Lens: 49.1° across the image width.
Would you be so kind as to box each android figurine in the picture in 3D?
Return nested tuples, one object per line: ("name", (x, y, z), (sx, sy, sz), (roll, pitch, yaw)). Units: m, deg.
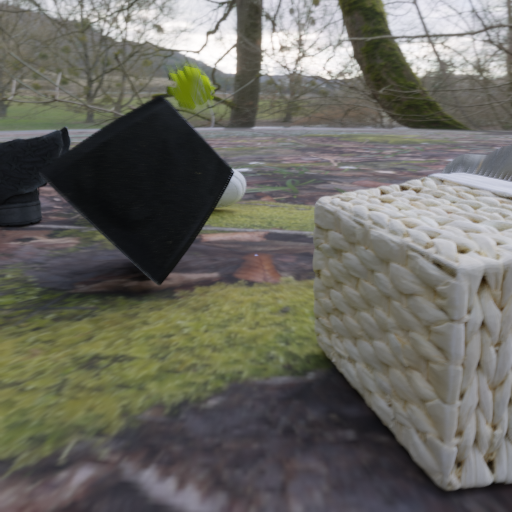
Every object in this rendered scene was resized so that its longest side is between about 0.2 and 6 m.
("android figurine", (-0.952, -2.440, 8.160), (0.686, 0.624, 0.141), (12, 37, -8))

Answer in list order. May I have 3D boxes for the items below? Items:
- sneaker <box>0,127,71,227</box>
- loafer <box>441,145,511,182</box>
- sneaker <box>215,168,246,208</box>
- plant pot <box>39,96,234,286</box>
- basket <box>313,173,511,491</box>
("sneaker", (-5.641, -1.619, 11.313), (3.742, 1.952, 1.124), (0, 15, 0))
("loafer", (3.566, -1.200, 8.631), (0.731, 0.732, 2.094), (28, -4, -15))
("sneaker", (-1.864, -1.259, 12.026), (3.232, 1.191, 1.868), (4, 31, -1))
("plant pot", (-1.500, -1.115, 7.939), (1.811, 2.041, 2.036), (-45, 16, 0))
("basket", (1.625, 0.385, 4.619), (1.634, 1.795, 2.648), (-6, 17, -14))
